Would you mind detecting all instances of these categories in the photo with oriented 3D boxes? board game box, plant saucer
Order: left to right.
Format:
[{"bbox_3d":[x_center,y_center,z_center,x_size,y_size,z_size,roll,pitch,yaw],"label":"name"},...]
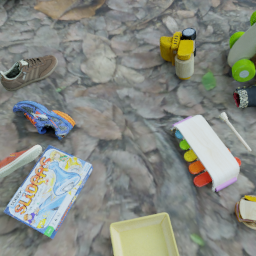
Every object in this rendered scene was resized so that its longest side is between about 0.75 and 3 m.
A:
[{"bbox_3d":[-2.241,1.774,8.144,1.537,0.391,2.271,22,64,12],"label":"board game box"},{"bbox_3d":[0.450,3.216,7.359,1.636,0.396,1.636,-10,62,-5],"label":"plant saucer"}]

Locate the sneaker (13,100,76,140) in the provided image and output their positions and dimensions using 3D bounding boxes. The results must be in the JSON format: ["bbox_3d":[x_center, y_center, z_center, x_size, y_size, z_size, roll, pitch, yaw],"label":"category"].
[{"bbox_3d":[-2.825,-0.268,9.072,2.147,0.809,0.842,18,68,12],"label":"sneaker"}]

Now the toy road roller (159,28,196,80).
[{"bbox_3d":[1.777,-2.728,10.254,1.329,1.118,1.820,4,55,16],"label":"toy road roller"}]

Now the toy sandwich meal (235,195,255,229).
[{"bbox_3d":[3.536,2.326,7.863,1.047,0.359,1.047,0,61,0],"label":"toy sandwich meal"}]

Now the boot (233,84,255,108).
[{"bbox_3d":[4.394,-1.437,9.770,1.375,0.657,1.820,-1,61,2],"label":"boot"}]

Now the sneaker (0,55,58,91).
[{"bbox_3d":[-3.516,-2.108,10.030,2.177,0.822,0.767,-37,67,-18],"label":"sneaker"}]

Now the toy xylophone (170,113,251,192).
[{"bbox_3d":[2.567,0.577,8.656,1.887,0.647,2.577,-17,63,-9],"label":"toy xylophone"}]

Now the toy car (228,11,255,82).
[{"bbox_3d":[5.191,-2.492,9.953,2.676,2.112,2.198,25,48,-14],"label":"toy car"}]

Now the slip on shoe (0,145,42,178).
[{"bbox_3d":[-3.201,0.880,8.077,1.497,0.555,0.458,-31,71,-3],"label":"slip on shoe"}]
